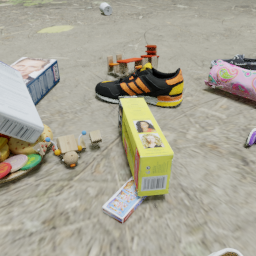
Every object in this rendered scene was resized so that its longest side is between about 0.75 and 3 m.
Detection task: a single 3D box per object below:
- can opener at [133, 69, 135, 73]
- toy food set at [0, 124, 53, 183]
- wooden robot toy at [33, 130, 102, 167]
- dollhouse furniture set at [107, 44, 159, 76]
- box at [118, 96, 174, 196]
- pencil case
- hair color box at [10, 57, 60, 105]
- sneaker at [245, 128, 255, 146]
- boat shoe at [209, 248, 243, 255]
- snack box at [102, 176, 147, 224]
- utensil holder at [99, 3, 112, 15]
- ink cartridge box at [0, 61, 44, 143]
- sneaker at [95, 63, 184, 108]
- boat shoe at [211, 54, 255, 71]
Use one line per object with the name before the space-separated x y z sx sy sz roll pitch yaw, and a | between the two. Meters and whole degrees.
can opener | 0.564 -1.889 9.940 0.320 0.253 0.962 -27 43 -34
toy food set | -2.807 0.507 6.234 2.010 0.489 1.989 6 34 8
wooden robot toy | -1.268 0.544 6.253 1.548 0.682 0.703 -11 70 -30
dollhouse furniture set | 0.337 -2.438 9.932 1.711 0.881 1.692 16 28 39
box | 0.275 0.231 6.069 0.651 0.978 2.598 -4 31 -10
pencil case | 3.566 -1.343 8.574 2.304 1.007 1.007 28 44 35
hair color box | -3.287 -1.318 8.624 1.340 0.811 2.680 7 35 10
sneaker | 3.223 0.211 6.823 0.945 0.381 0.394 -23 46 -30
boat shoe | 0.635 2.299 3.368 2.403 0.839 0.852 -22 41 -29
snack box | 0.104 1.260 5.467 0.480 0.162 1.334 22 40 29
utensil holder | -1.395 -7.560 17.823 0.642 0.642 0.755 -14 40 -19
ink cartridge box | -3.263 -0.971 5.961 2.583 0.525 2.588 27 20 -45
sneaker | 0.324 -1.406 8.385 2.709 1.219 0.947 6 35 9
boat shoe | 4.084 -2.391 10.294 1.978 0.671 0.710 15 37 21
